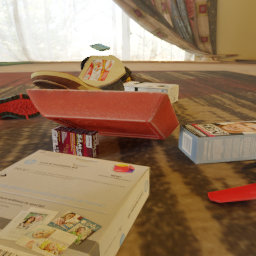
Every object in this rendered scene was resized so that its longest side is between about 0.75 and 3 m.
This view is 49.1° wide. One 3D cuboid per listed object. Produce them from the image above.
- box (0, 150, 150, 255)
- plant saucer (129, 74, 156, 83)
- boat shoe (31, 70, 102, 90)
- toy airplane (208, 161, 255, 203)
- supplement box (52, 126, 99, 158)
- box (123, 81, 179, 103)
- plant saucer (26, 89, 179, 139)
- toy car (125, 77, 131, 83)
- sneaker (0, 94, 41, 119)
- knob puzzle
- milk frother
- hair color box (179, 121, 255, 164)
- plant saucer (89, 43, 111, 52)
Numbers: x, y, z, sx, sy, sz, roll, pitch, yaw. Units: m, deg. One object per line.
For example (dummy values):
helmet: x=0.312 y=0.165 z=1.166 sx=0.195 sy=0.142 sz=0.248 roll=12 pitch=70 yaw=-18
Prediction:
box: x=-1.166 y=1.173 z=3.860 sx=2.277 sy=0.601 sz=2.921 roll=6 pitch=19 yaw=18
plant saucer: x=0.426 y=-2.870 z=16.360 sx=2.710 sy=0.399 sz=2.710 roll=20 pitch=8 yaw=-3
boat shoe: x=-1.527 y=-0.855 z=7.606 sx=0.830 sy=0.828 sz=2.301 roll=-9 pitch=-21 yaw=44
toy airplane: x=2.799 y=1.056 z=4.377 sx=2.868 sy=0.528 sz=2.868 roll=-2 pitch=17 yaw=1
supplement box: x=-1.246 y=0.333 z=6.650 sx=1.110 sy=0.604 sz=0.338 roll=6 pitch=18 yaw=22
box: x=0.916 y=-1.635 z=12.935 sx=2.501 sy=0.752 sz=1.459 roll=9 pitch=19 yaw=29
plant saucer: x=-0.379 y=-0.207 z=6.670 sx=2.945 sy=0.540 sz=2.939 roll=3 pitch=-10 yaw=15
toy car: x=-0.736 y=-2.570 z=15.424 sx=1.761 sy=1.541 sz=1.320 roll=19 pitch=61 yaw=46
sneaker: x=-4.143 y=-0.829 z=10.044 sx=2.264 sy=0.898 sz=1.082 roll=-3 pitch=15 yaw=-11
knob puzzle: x=-0.743 y=-1.745 z=8.799 sx=1.595 sy=0.221 sz=1.595 roll=-8 pitch=53 yaw=10
milk frother: x=-0.926 y=-1.614 z=9.532 sx=1.790 sy=1.616 sz=1.684 roll=24 pitch=2 yaw=-9
hair color box: x=2.424 y=0.297 z=6.670 sx=2.160 sy=0.655 sz=1.069 roll=-3 pitch=17 yaw=-11
plant saucer: x=-1.130 y=-3.188 z=11.074 sx=0.476 sy=0.129 sz=1.362 roll=-18 pitch=30 yaw=-19
